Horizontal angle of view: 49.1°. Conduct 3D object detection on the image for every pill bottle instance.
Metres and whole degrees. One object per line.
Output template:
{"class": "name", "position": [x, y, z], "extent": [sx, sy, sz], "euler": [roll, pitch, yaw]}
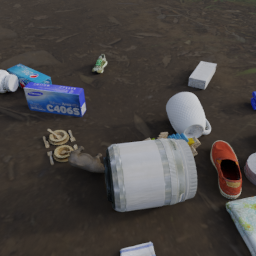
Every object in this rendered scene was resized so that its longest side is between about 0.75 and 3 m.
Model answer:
{"class": "pill bottle", "position": [-6.333, -2.254, 13.354], "extent": [1.960, 1.098, 1.098], "euler": [9, 40, 10]}

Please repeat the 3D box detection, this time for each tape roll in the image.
{"class": "tape roll", "position": [4.603, 1.411, 9.323], "extent": [1.315, 0.434, 1.315], "euler": [1, 39, 0]}

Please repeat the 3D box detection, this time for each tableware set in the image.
{"class": "tableware set", "position": [-2.489, 0.580, 10.427], "extent": [1.133, 0.344, 1.714], "euler": [-15, 41, -18]}

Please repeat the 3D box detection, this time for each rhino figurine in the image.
{"class": "rhino figurine", "position": [-1.162, 1.191, 9.407], "extent": [1.844, 0.551, 0.806], "euler": [20, 22, 2]}

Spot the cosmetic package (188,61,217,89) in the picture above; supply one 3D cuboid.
{"class": "cosmetic package", "position": [3.844, -2.737, 14.405], "extent": [0.866, 0.531, 2.098], "euler": [18, 42, 21]}

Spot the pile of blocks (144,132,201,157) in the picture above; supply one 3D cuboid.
{"class": "pile of blocks", "position": [1.519, 0.715, 9.760], "extent": [2.384, 0.978, 0.741], "euler": [-9, 40, -12]}

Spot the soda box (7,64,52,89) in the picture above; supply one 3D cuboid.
{"class": "soda box", "position": [-4.821, -2.362, 13.752], "extent": [2.391, 0.767, 0.811], "euler": [25, 45, 28]}

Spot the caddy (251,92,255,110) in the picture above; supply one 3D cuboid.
{"class": "caddy", "position": [5.835, -1.204, 12.374], "extent": [0.529, 0.713, 1.009], "euler": [-1, 39, 8]}

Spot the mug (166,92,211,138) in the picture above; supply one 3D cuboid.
{"class": "mug", "position": [2.501, -0.315, 10.939], "extent": [1.826, 1.348, 1.601], "euler": [20, 37, -26]}

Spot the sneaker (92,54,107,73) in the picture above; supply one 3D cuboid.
{"class": "sneaker", "position": [-1.578, -3.542, 15.268], "extent": [0.615, 0.708, 1.598], "euler": [6, 39, 8]}

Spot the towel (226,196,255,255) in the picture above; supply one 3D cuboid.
{"class": "towel", "position": [3.927, 2.711, 7.668], "extent": [1.719, 0.484, 2.008], "euler": [-7, 39, -9]}

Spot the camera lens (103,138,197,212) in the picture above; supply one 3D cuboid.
{"class": "camera lens", "position": [0.548, 1.340, 8.197], "extent": [2.425, 1.940, 1.940], "euler": [-6, 39, -7]}

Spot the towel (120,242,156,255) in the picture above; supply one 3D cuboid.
{"class": "towel", "position": [0.343, 3.493, 6.962], "extent": [0.909, 0.147, 1.238], "euler": [-9, 40, -9]}

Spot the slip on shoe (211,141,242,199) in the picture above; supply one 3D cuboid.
{"class": "slip on shoe", "position": [3.314, 1.199, 9.350], "extent": [0.898, 0.742, 2.424], "euler": [3, 37, 7]}

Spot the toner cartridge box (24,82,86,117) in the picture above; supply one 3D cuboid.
{"class": "toner cartridge box", "position": [-3.102, -1.216, 12.009], "extent": [2.474, 1.175, 0.534], "euler": [8, 39, 10]}
